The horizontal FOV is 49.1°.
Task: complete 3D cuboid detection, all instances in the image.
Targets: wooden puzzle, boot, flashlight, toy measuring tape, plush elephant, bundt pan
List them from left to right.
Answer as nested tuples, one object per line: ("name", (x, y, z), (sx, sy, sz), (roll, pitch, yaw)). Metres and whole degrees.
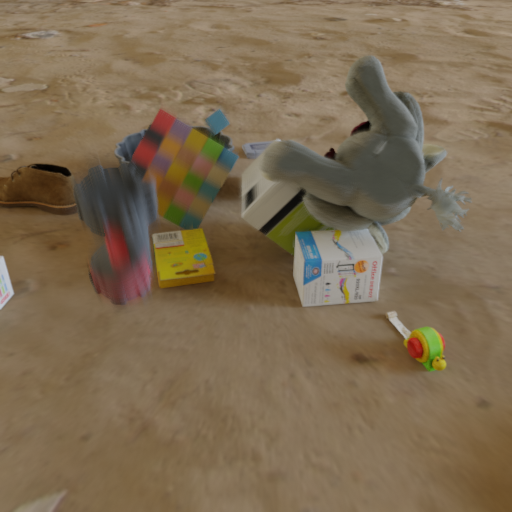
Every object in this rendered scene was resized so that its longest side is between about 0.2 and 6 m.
("boot", (-4.317, -1.379, 10.448), (2.251, 0.849, 0.828), (7, 36, 13))
("flashlight", (-1.524, -0.160, 6.033), (0.777, 2.287, 0.774), (36, 68, 8))
("bundt pan", (-1.582, -1.783, 11.034), (2.315, 0.869, 2.315), (1, 33, 0))
("wooden puzzle", (-1.310, -1.351, 9.230), (1.508, 2.542, 0.179), (29, 3, -13))
("plush elephant", (1.715, -1.178, 8.412), (2.731, 2.249, 2.114), (37, -5, 3))
("toy measuring tape", (2.051, 0.986, 7.196), (0.458, 0.458, 1.246), (-10, 34, -15))

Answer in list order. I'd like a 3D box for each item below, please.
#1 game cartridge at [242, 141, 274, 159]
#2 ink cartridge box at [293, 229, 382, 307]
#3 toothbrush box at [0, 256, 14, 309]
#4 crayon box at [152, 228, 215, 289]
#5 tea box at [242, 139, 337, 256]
("game cartridge", (0.199, -2.377, 12.581), (0.944, 0.193, 0.628), (-7, 30, -10))
("ink cartridge box", (1.157, 0.157, 8.096), (1.111, 0.818, 0.804), (-4, 33, -5))
("toothbrush box", (-4.414, 0.522, 7.651), (1.618, 0.696, 1.178), (3, 33, 7))
("crayon box", (-1.135, 0.072, 8.670), (0.842, 0.337, 1.327), (-7, 33, -10))
("tea box", (0.560, -0.870, 8.856), (1.370, 0.931, 1.393), (36, 28, -24))
